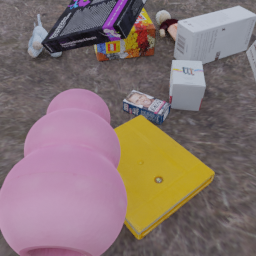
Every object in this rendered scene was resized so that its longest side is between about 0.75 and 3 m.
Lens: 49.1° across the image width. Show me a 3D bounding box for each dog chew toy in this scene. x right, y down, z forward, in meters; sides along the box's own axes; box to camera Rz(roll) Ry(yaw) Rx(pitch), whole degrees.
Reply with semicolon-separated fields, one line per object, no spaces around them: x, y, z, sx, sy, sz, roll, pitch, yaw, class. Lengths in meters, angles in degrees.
-0.863;0.501;4.301;1.724;1.724;2.768;0;52;0;dog chew toy

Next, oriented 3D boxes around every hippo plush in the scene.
-3.095;-3.220;10.713;1.173;1.163;1.459;12;66;-30;hippo plush

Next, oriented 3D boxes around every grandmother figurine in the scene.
1.978;-4.232;11.806;1.521;0.760;2.509;-13;48;-25;grandmother figurine

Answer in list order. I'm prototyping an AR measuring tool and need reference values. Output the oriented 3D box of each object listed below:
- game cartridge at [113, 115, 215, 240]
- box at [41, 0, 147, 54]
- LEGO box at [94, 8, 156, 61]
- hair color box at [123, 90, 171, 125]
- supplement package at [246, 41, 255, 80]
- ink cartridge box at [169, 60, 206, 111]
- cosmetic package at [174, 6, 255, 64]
0.296;0.960;6.853;2.376;0.437;2.695;-29;49;-26;game cartridge
-0.512;-1.728;4.354;1.608;0.290;1.150;3;57;35;box
-0.360;-4.060;11.290;2.234;1.157;2.999;-9;46;-9;LEGO box
0.555;-0.635;8.421;1.298;0.393;0.649;22;49;21;hair color box
3.419;-1.635;5.495;1.135;1.942;1.139;-7;71;-6;supplement package
1.805;-1.357;8.730;0.961;0.966;1.329;5;45;5;ink cartridge box
3.225;-3.405;10.436;2.930;1.490;1.085;-20;49;-18;cosmetic package
